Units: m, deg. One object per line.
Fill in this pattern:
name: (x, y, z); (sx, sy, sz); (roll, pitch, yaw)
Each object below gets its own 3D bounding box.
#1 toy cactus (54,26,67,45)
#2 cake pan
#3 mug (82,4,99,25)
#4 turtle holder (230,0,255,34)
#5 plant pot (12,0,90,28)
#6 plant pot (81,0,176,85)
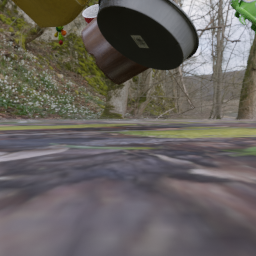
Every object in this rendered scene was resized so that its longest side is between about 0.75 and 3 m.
toy cactus: (-2.069, -3.048, 7.893); (0.620, 1.212, 1.000); (-17, 38, 15)
cake pan: (0.366, -2.245, 6.696); (2.656, 0.487, 2.656); (26, -12, 6)
mug: (-1.006, -3.793, 10.645); (1.029, 1.543, 1.370); (-17, 45, 0)
turtle holder: (3.000, -2.855, 6.549); (1.282, 0.910, 0.974); (44, 32, 9)
plant pot: (-1.320, -3.071, 5.047); (1.973, 1.929, 1.916); (33, -5, 45)
plant pot: (0.265, -3.102, 9.084); (2.927, 2.956, 2.956); (-31, -8, 17)
